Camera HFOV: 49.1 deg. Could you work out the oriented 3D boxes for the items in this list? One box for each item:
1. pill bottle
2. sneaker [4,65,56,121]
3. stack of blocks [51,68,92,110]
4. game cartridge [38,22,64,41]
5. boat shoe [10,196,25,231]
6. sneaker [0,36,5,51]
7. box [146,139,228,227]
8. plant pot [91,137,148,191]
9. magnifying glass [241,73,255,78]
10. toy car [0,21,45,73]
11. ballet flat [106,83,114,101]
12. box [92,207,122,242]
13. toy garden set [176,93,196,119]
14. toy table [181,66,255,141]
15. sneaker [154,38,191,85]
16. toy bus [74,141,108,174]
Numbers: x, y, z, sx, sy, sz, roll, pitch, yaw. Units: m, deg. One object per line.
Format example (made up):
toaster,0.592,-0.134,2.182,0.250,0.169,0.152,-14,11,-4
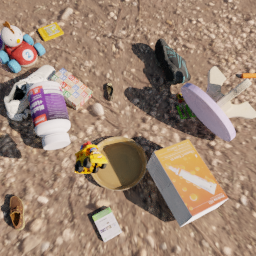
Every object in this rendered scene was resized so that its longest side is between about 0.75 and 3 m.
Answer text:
pill bottle,-2.988,-0.450,10.767,1.353,1.353,2.428,-15,75,-9
sneaker,-4.036,-1.685,11.726,1.104,1.190,2.937,21,61,14
stack of blocks,-2.480,-1.659,11.910,1.663,0.487,0.957,39,67,8
game cartridge,-3.917,-4.880,14.161,1.049,0.170,0.924,-28,63,-16
boat shoe,-3.781,2.849,9.508,0.436,0.409,1.210,-17,61,-10
sneaker,-6.549,-3.694,12.939,1.052,1.088,2.608,4,59,2
box,1.915,1.815,9.520,1.495,1.171,2.403,-18,62,-23
plant pot,-0.352,1.328,10.470,2.160,0.297,2.160,0,60,1
magnifying glass,6.099,-2.387,12.693,1.859,0.208,0.740,-2,60,0
toy car,-5.007,-3.835,12.537,1.695,1.916,1.766,37,67,19
ballet flat,-0.770,-1.607,12.213,0.333,0.229,0.989,-4,60,-2
box,-0.705,3.238,9.428,0.677,0.170,0.938,-25,64,-14
toy garden set,2.790,-1.067,11.861,1.455,0.290,1.213,-10,60,-6
toy table,3.520,-1.004,10.727,1.587,2.491,2.710,-39,96,-7
sneaker,1.976,-3.013,12.772,1.034,0.984,2.610,-7,63,-23
toy bus,-1.067,0.770,7.860,0.649,0.957,0.919,11,60,-38
